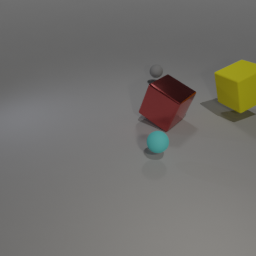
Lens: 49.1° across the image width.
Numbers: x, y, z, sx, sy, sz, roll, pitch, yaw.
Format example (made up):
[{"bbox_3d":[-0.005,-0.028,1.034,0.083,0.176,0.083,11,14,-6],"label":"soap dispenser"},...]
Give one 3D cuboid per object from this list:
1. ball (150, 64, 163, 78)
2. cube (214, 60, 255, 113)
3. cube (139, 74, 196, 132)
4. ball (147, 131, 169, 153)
[{"bbox_3d":[1.479,-2.963,14.609,0.700,0.700,0.700,0,30,0],"label":"ball"},{"bbox_3d":[4.484,-1.676,11.088,1.400,1.400,1.400,-26,32,-11],"label":"cube"},{"bbox_3d":[1.509,-0.989,10.826,1.400,1.400,1.400,37,42,19],"label":"cube"},{"bbox_3d":[0.933,0.438,8.782,0.700,0.700,0.700,0,30,0],"label":"ball"}]
